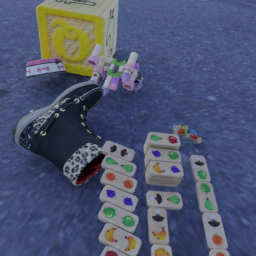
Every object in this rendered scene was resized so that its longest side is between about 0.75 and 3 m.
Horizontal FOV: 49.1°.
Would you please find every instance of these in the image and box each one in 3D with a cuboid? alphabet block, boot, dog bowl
[{"bbox_3d":[-1.722,-3.510,10.274,2.314,2.302,2.357,9,41,5],"label":"alphabet block"},{"bbox_3d":[-1.087,0.028,6.904,2.101,1.004,2.781,33,49,23],"label":"boot"},{"bbox_3d":[-2.721,-1.986,9.219,1.312,0.484,1.312,-9,12,2],"label":"dog bowl"}]

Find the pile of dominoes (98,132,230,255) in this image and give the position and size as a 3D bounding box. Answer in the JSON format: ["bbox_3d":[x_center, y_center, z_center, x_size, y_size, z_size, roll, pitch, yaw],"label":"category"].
[{"bbox_3d":[0.605,1.249,4.898,2.203,0.450,2.826,7,45,-8],"label":"pile of dominoes"}]

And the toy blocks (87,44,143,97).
[{"bbox_3d":[-0.445,-1.463,8.619,1.494,1.598,1.345,15,72,14],"label":"toy blocks"}]

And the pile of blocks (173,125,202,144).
[{"bbox_3d":[1.559,0.135,7.055,0.868,0.270,0.356,22,79,-19],"label":"pile of blocks"}]

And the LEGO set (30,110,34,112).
[{"bbox_3d":[-2.278,-0.173,7.518,0.305,0.377,0.819,-42,96,-30],"label":"LEGO set"}]
